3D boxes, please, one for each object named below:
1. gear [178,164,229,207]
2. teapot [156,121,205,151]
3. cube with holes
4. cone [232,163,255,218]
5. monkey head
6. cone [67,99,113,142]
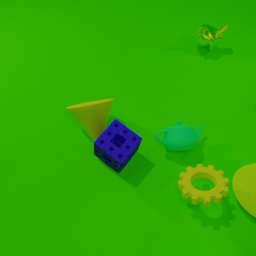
[{"bbox_3d":[1.648,1.231,6.139,1.054,0.195,1.054,-6,36,4],"label":"gear"},{"bbox_3d":[1.386,0.183,7.223,1.501,0.933,0.735,-4,92,-23],"label":"teapot"},{"bbox_3d":[-0.268,0.466,6.971,0.830,0.830,0.830,36,66,10],"label":"cube with holes"},{"bbox_3d":[3.369,1.015,6.120,1.592,1.598,1.592,4,47,-5],"label":"cone"},{"bbox_3d":[2.772,-3.193,9.435,0.882,1.052,1.463,45,23,4],"label":"monkey head"},{"bbox_3d":[-0.883,-0.053,7.451,1.229,1.229,1.234,-12,100,-8],"label":"cone"}]
